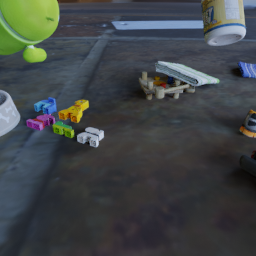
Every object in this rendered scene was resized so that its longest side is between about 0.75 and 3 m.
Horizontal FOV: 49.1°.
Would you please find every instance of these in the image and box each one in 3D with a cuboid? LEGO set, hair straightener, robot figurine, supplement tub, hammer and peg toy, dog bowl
[{"bbox_3d":[-1.784,-0.385,8.510,2.581,0.984,1.059,15,33,23],"label":"LEGO set"},{"bbox_3d":[3.316,1.331,6.125,0.902,0.480,2.345,-14,37,-22],"label":"hair straightener"},{"bbox_3d":[-2.660,-2.573,6.470,2.533,2.222,1.465,-7,16,36],"label":"robot figurine"},{"bbox_3d":[2.366,-2.869,7.021,0.987,1.365,0.987,-4,-4,0],"label":"supplement tub"},{"bbox_3d":[1.344,-1.540,10.797,1.549,0.743,2.106,-3,30,-9],"label":"hammer and peg toy"},{"bbox_3d":[-4.907,-0.464,8.833,2.724,0.799,2.724,0,29,0],"label":"dog bowl"}]

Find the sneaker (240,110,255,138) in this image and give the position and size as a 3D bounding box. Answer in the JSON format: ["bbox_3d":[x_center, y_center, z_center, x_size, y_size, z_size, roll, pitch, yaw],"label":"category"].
[{"bbox_3d":[4.371,-0.201,8.407,1.963,0.758,0.768,-6,28,-14],"label":"sneaker"}]

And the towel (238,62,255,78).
[{"bbox_3d":[6.577,-2.714,13.318,2.454,0.293,1.777,6,31,10],"label":"towel"}]

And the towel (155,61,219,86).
[{"bbox_3d":[2.494,-2.164,11.495,2.002,0.412,2.683,31,23,25],"label":"towel"}]

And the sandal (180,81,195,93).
[{"bbox_3d":[2.513,-1.900,11.766,0.583,0.392,1.452,0,29,0],"label":"sandal"}]
